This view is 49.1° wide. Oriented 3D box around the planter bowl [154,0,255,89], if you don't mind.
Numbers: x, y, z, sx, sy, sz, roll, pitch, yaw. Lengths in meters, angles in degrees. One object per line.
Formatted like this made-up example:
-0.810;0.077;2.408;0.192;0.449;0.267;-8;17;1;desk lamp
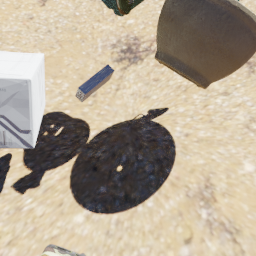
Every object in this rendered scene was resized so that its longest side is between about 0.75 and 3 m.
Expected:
1.558;-1.864;6.225;2.349;2.349;1.581;37;104;22;planter bowl

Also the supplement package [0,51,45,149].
-1.446;-0.415;3.357;0.804;0.775;1.414;1;24;-11;supplement package

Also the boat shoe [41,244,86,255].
-0.594;1.685;3.416;0.970;0.355;0.314;31;23;-10;boat shoe

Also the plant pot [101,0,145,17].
0.064;-3.476;6.385;1.489;1.520;1.520;-32;51;30;plant pot

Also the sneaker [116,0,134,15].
0.040;-2.701;5.495;0.484;1.079;0.362;26;56;25;sneaker

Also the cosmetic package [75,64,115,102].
-0.835;-1.140;7.086;0.279;0.455;1.103;45;61;0;cosmetic package
